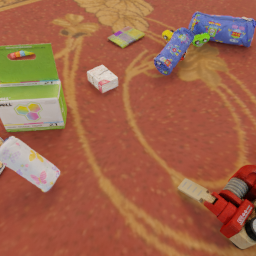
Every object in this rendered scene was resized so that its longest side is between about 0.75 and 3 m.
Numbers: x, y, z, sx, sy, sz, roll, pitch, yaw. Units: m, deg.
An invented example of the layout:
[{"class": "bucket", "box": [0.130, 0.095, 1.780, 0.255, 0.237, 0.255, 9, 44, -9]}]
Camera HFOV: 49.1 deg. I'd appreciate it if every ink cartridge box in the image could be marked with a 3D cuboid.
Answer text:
[{"class": "ink cartridge box", "box": [-3.028, -1.124, 8.438, 1.910, 2.585, 0.979, -4, 49, -3]}, {"class": "ink cartridge box", "box": [-0.963, -1.851, 10.521, 0.748, 0.422, 1.021, -31, 55, -24]}]

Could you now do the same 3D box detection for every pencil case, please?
[{"class": "pencil case", "box": [-2.586, 0.958, 7.240, 1.675, 0.760, 0.696, 39, 18, -18]}, {"class": "pencil case", "box": [4.087, -4.347, 12.188, 2.853, 1.239, 1.113, 14, 51, 13]}, {"class": "pencil case", "box": [1.748, -2.993, 10.857, 0.857, 0.770, 1.972, 35, 77, 1]}]

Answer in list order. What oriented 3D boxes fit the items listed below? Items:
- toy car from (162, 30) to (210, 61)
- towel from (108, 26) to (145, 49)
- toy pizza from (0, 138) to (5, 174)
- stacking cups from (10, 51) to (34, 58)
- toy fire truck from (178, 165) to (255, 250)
[{"class": "toy car", "box": [2.545, -3.574, 11.874, 1.847, 0.438, 1.962, -14, 55, -3]}, {"class": "towel", "box": [-0.056, -4.148, 12.719, 1.082, 0.172, 1.507, 37, 59, 27]}, {"class": "toy pizza", "box": [-4.683, 0.937, 8.106, 2.294, 0.363, 2.294, 0, 49, 0]}, {"class": "stacking cups", "box": [-4.431, -3.108, 11.768, 0.933, 0.282, 0.282, -21, 52, -12]}, {"class": "toy fire truck", "box": [2.527, 1.654, 7.045, 2.145, 1.380, 1.888, 39, 59, 17]}]
